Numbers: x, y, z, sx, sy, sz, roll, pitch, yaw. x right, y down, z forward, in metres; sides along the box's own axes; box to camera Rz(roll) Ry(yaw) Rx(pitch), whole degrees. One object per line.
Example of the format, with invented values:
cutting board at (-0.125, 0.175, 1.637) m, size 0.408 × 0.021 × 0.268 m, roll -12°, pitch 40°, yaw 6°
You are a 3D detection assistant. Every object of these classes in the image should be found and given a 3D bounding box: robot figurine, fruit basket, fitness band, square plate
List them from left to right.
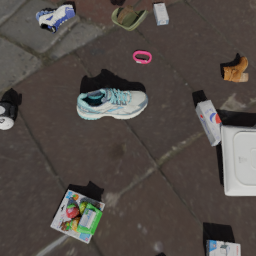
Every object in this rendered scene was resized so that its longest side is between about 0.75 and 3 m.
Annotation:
robot figurine at (-4.888, -0.541, 11.051) m, size 0.754 × 0.907 × 1.208 m, roll 4°, pitch 62°, yaw -25°
fruit basket at (-1.706, 2.948, 9.484) m, size 1.478 × 0.693 × 1.369 m, roll 20°, pitch 67°, yaw 12°
fitness band at (0.642, -3.207, 12.632) m, size 0.839 × 0.157 × 0.602 m, roll 9°, pitch 65°, yaw 3°
square plate at (4.723, 1.163, 10.153) m, size 2.553 × 0.367 × 2.577 m, roll 3°, pitch 76°, yaw -5°

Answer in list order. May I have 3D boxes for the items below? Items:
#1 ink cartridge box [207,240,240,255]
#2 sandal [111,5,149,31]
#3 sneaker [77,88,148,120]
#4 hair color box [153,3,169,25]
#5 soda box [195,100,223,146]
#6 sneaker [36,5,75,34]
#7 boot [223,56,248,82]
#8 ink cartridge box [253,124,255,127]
ink cartridge box at (3.093, 4.083, 9.093) m, size 0.995 × 0.427 × 0.728 m, roll 6°, pitch 65°, yaw 4°
sandal at (-0.083, -3.786, 9.426) m, size 0.792 × 0.569 × 1.995 m, roll -54°, pitch 42°, yaw -2°
sneaker at (-0.597, -1.015, 11.000) m, size 2.898 × 1.251 × 1.125 m, roll -10°, pitch 65°, yaw -4°
hair color box at (1.599, -5.537, 13.617) m, size 0.538 × 0.329 × 1.086 m, roll -8°, pitch 66°, yaw -4°
soda box at (3.265, -0.210, 10.998) m, size 0.547 × 0.589 × 1.725 m, roll -15°, pitch 65°, yaw -7°
sneaker at (-3.366, -5.025, 13.223) m, size 1.844 × 0.745 × 1.065 m, roll -14°, pitch 69°, yaw 1°
boot at (4.646, -2.583, 12.218) m, size 1.023 × 0.505 × 1.318 m, roll 4°, pitch 72°, yaw 6°
ink cartridge box at (5.530, 0.132, 10.924) m, size 1.013 × 0.426 × 0.739 m, roll -9°, pitch 65°, yaw -4°
